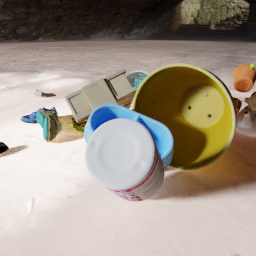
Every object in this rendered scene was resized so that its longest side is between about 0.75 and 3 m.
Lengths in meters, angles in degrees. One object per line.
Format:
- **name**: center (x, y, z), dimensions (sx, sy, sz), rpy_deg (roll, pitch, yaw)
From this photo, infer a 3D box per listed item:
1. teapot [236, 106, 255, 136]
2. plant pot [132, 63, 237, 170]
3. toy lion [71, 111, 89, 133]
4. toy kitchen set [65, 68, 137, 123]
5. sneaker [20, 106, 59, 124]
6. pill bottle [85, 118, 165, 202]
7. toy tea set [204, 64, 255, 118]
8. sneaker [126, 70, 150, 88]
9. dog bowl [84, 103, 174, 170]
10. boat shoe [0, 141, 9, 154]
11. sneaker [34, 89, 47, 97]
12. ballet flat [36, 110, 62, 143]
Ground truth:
- **teapot**: center (4.646, -0.419, 10.154), dimensions (1.450, 1.073, 1.469), rpy_deg (1, 21, 2)
- **plant pot**: center (1.851, -0.484, 8.108), dimensions (2.847, 2.847, 2.021), rpy_deg (14, 22, 30)
- **toy lion**: center (-1.374, -0.313, 10.757), dimensions (1.637, 0.562, 1.569), rpy_deg (-13, 33, -30)
- **toy kitchen set**: center (-0.797, -0.558, 10.859), dimensions (2.452, 2.001, 2.212), rpy_deg (-28, -10, -13)
- **sneaker**: center (-3.496, -0.533, 11.067), dimensions (1.465, 0.603, 0.542), rpy_deg (-9, 26, -17)
- **pill bottle**: center (0.075, 0.764, 5.457), dimensions (1.218, 1.218, 2.149), rpy_deg (7, -20, 16)
- **toy tea set**: center (3.561, -1.199, 9.916), dimensions (2.676, 1.591, 0.990), rpy_deg (-17, 31, 40)
- **sneaker**: center (0.948, -2.485, 15.368), dimensions (2.754, 1.068, 1.256), rpy_deg (9, 28, 24)
- **dog bowl**: center (0.046, 0.216, 7.632), dimensions (2.625, 0.651, 1.463), rpy_deg (23, 61, 7)
- **boat shoe**: center (-4.176, 0.682, 8.309), dimensions (0.388, 0.431, 1.220), rpy_deg (17, 26, 39)
- **sneaker**: center (-4.560, -1.787, 14.573), dimensions (0.375, 0.356, 0.931), rpy_deg (-6, 26, -41)
- **ballet flat**: center (-2.733, -0.118, 9.965), dimensions (0.789, 0.789, 2.232), rpy_deg (-10, 24, -23)
